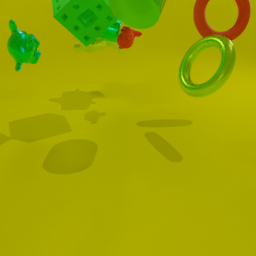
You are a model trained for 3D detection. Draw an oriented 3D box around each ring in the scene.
[{"bbox_3d":[2.632,-3.219,7.839,1.655,1.655,0.331,-4,13,-6],"label":"ring"},{"bbox_3d":[1.932,-1.557,7.047,0.330,1.650,1.650,19,16,-35],"label":"ring"}]

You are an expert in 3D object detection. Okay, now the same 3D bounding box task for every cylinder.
[{"bbox_3d":[0.307,-2.992,6.109,1.151,1.151,1.151,13,70,22],"label":"cylinder"},{"bbox_3d":[-0.674,-3.298,9.211,0.796,0.796,0.796,13,29,-8],"label":"cylinder"}]

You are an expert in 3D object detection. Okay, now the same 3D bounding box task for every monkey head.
[{"bbox_3d":[-2.773,-2.019,7.186,0.948,1.318,0.794,-9,-1,35],"label":"monkey head"},{"bbox_3d":[0.041,-2.712,8.534,0.745,0.624,1.036,6,0,-18],"label":"monkey head"}]

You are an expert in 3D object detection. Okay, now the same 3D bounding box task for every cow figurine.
[{"bbox_3d":[-0.924,-3.069,9.997,1.631,0.910,1.658,17,32,25],"label":"cow figurine"}]

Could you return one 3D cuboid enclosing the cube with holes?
[{"bbox_3d":[-1.177,-3.288,7.601,1.217,1.217,1.217,-34,48,20],"label":"cube with holes"}]
